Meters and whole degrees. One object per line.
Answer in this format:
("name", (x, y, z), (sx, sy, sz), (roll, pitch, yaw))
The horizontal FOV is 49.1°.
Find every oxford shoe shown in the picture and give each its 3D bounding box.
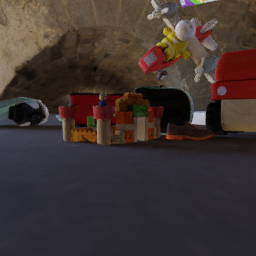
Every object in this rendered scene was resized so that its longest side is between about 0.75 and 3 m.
("oxford shoe", (1.093, 0.039, 4.829), (0.857, 0.311, 0.305), (-1, 4, -9))

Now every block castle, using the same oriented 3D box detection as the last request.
("block castle", (-0.221, -0.198, 4.828), (1.121, 0.787, 1.678), (3, 5, 39))

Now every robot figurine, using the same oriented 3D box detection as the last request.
("robot figurine", (-3.284, -0.495, 9.316), (1.287, 0.967, 0.803), (-5, -32, -51))

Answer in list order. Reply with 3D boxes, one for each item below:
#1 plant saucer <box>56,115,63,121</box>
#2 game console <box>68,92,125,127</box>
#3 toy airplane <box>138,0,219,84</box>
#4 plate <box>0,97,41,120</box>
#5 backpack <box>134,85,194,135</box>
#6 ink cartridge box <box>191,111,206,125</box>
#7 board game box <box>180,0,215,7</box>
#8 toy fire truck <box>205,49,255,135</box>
("plant saucer", (-2.426, -0.494, 13.681), (2.149, 0.294, 2.149), (-1, 3, 0))
("game console", (-0.690, -0.363, 9.510), (2.560, 1.519, 2.206), (-2, 42, -14))
("toy airplane", (2.028, -3.113, 9.848), (2.954, 2.941, 2.085), (12, -11, 1))
("plate", (-4.183, -0.642, 9.516), (2.417, 0.309, 2.417), (-21, 3, 1))
("backpack", (0.762, -0.359, 5.651), (1.144, 1.006, 0.877), (1, 5, 28))
("ink cartridge box", (3.014, -0.355, 9.704), (1.342, 0.525, 2.833), (-2, 6, -17))
("board game box", (1.814, -3.207, 5.459), (1.111, 1.131, 2.156), (-27, 22, -6))
("toy fire truck", (2.619, -1.165, 5.309), (1.676, 2.606, 2.294), (2, 2, 34))
